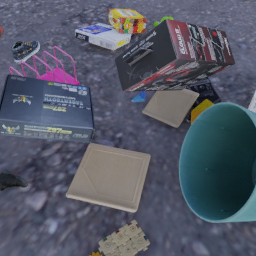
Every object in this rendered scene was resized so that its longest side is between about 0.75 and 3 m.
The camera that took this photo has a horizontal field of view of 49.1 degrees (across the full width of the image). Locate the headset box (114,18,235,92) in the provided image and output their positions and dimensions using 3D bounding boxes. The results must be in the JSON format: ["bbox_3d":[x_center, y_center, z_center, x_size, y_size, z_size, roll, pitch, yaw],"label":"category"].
[{"bbox_3d":[1.241,-1.930,8.049,2.970,2.207,1.114,-8,80,-40],"label":"headset box"}]

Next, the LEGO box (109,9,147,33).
[{"bbox_3d":[-0.054,-5.475,14.277,1.370,0.710,1.840,-8,38,-20],"label":"LEGO box"}]

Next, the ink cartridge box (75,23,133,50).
[{"bbox_3d":[-1.070,-4.544,13.757,2.180,0.518,2.206,21,33,19],"label":"ink cartridge box"}]

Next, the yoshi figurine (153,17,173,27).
[{"bbox_3d":[2.159,-5.031,14.023,1.099,1.103,1.962,-19,45,-38],"label":"yoshi figurine"}]

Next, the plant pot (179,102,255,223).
[{"bbox_3d":[3.059,1.011,7.143,2.296,2.861,2.861,13,43,-22],"label":"plant pot"}]

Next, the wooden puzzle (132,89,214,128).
[{"bbox_3d":[1.576,-0.865,10.250,2.655,0.311,1.791,34,73,32],"label":"wooden puzzle"}]

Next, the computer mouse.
[{"bbox_3d":[2.738,-1.156,10.637,1.723,0.656,2.488,-10,58,-8],"label":"computer mouse"}]

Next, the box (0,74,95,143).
[{"bbox_3d":[-2.280,-0.568,8.025,2.510,0.640,1.979,6,43,-18],"label":"box"}]

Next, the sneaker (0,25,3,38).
[{"bbox_3d":[-3.599,-2.000,6.930,1.418,0.501,0.693,-45,49,-3],"label":"sneaker"}]

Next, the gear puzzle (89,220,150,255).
[{"bbox_3d":[-0.267,3.019,6.954,1.571,0.206,0.814,-26,54,-19],"label":"gear puzzle"}]

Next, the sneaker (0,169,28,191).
[{"bbox_3d":[-3.545,1.618,8.153,1.227,0.369,0.640,20,49,24],"label":"sneaker"}]

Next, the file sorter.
[{"bbox_3d":[-3.259,-2.079,10.956,1.468,1.324,2.112,36,56,28],"label":"file sorter"}]

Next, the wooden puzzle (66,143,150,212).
[{"bbox_3d":[-0.510,1.419,8.346,2.028,0.408,2.192,10,43,10],"label":"wooden puzzle"}]

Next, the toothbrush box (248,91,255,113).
[{"bbox_3d":[5.508,-1.213,10.486,1.394,0.824,1.914,24,53,21],"label":"toothbrush box"}]

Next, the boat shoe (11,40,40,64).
[{"bbox_3d":[-4.674,-3.745,12.885,0.621,0.797,1.755,13,48,12],"label":"boat shoe"}]
